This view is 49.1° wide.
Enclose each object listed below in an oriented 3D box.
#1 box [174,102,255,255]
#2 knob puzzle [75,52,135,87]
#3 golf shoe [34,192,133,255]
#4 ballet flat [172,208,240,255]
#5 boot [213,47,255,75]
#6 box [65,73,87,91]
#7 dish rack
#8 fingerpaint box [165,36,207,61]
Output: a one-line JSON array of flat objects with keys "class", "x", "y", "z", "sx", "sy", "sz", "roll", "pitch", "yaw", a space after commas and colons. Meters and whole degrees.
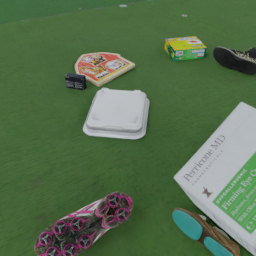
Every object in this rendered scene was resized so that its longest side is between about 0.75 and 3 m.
[{"class": "box", "x": 2.517, "y": 1.116, "z": 5.776, "sx": 2.157, "sy": 2.168, "sz": 1.857, "roll": -47, "pitch": 53, "yaw": -5}, {"class": "knob puzzle", "x": -1.270, "y": -2.858, "z": 12.280, "sx": 2.683, "sy": 0.372, "sz": 2.683, "roll": -2, "pitch": 43, "yaw": 2}, {"class": "golf shoe", "x": -0.931, "y": 2.170, "z": 6.157, "sx": 2.213, "sy": 1.019, "sz": 0.803, "roll": -23, "pitch": 80, "yaw": -20}, {"class": "ballet flat", "x": 1.753, "y": 2.300, "z": 6.227, "sx": 1.635, "sy": 0.554, "sz": 0.591, "roll": 32, "pitch": 29, "yaw": 31}, {"class": "boot", "x": 5.033, "y": -3.201, "z": 12.504, "sx": 2.121, "sy": 0.766, "sz": 1.602, "roll": 33, "pitch": 48, "yaw": 26}, {"class": "box", "x": -2.052, "y": -1.834, "z": 11.031, "sx": 0.769, "sy": 0.542, "sz": 0.303, "roll": 12, "pitch": 42, "yaw": 13}, {"class": "dish rack", "x": -0.347, "y": -0.649, "z": 9.663, "sx": 2.093, "sy": 0.531, "sz": 2.439, "roll": 5, "pitch": 42, "yaw": 5}, {"class": "fingerpaint box", "x": 2.696, "y": -3.773, "z": 13.286, "sx": 1.587, "sy": 0.582, "sz": 1.324, "roll": -8, "pitch": 42, "yaw": -10}]
